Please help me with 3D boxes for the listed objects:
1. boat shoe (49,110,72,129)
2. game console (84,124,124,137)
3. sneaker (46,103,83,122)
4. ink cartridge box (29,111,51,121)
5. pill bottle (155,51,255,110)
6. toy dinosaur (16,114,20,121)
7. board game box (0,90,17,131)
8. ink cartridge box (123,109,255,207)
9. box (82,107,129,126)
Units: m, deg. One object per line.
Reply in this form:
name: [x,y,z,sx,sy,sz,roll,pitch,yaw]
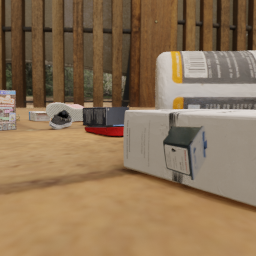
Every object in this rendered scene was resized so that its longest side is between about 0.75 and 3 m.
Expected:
boat shoe: [-2.047,-0.333,8.784,0.496,0.470,1.418,26,13,5]
game console: [0.007,-0.012,7.377,1.876,0.291,1.659,-3,6,-32]
sneaker: [-2.469,-0.632,11.628,2.006,0.755,1.049,4,6,-29]
ink cartridge box: [-3.821,-0.510,12.230,0.681,0.401,1.182,-4,6,-35]
pill bottle: [1.886,-0.445,4.658,2.849,1.658,1.658,1,5,4]
toy dinosaur: [-4.752,-0.357,11.732,1.085,0.316,0.549,-6,18,25]
board game box: [-3.717,-0.527,8.273,0.555,1.146,0.914,-4,6,-37]
ink cartridge box: [0.945,0.167,2.942,1.242,0.728,1.696,-4,5,-38]
box: [-0.759,-0.415,9.781,1.128,0.645,1.239,2,6,38]
